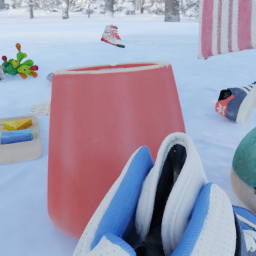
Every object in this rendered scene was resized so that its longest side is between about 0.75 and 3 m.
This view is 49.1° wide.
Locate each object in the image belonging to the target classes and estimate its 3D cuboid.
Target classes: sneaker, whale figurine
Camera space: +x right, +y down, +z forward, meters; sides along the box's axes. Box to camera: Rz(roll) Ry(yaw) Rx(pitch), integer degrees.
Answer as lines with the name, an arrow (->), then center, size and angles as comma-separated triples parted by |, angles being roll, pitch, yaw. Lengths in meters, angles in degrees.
sneaker -> -0.381, -2.605, 7.889 | 0.330, 0.530, 0.989 | 6, 20, -45
whale figurine -> 2.980, 0.523, 4.178 | 2.935, 1.523, 2.335 | -5, 22, -25
sneaker -> 0.721, 0.946, 2.496 | 1.182, 2.148, 2.933 | 20, 31, 37
sneaker -> 3.230, -0.917, 8.154 | 0.997, 0.884, 2.359 | 19, 31, 28

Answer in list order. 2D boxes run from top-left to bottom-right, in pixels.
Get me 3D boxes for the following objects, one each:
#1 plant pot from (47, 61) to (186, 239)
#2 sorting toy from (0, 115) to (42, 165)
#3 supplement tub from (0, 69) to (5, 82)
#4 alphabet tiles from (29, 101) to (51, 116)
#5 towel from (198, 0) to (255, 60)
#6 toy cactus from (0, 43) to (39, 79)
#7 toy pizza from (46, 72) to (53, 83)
plant pot -> -0.145, 0.111, 4.130 | 2.300, 2.035, 2.300 | -4, 15, 1
sorting toy -> -3.404, 0.225, 6.201 | 2.816, 0.414, 2.082 | -7, 26, -17
supplement tub -> -5.383, -2.053, 11.147 | 0.815, 0.499, 0.499 | -17, 29, -30
alphabet tiles -> -2.371, -0.614, 8.466 | 1.130, 0.084, 1.155 | -4, 25, -7
towel -> 2.509, -2.440, 4.888 | 0.441, 2.160, 2.951 | 6, -3, -40
toy cactus -> -5.012, -2.619, 11.829 | 2.108, 1.307, 2.555 | -26, 42, -27
toy pizza -> -2.140, -1.978, 11.167 | 2.168, 0.344, 2.168 | 0, 23, 0
